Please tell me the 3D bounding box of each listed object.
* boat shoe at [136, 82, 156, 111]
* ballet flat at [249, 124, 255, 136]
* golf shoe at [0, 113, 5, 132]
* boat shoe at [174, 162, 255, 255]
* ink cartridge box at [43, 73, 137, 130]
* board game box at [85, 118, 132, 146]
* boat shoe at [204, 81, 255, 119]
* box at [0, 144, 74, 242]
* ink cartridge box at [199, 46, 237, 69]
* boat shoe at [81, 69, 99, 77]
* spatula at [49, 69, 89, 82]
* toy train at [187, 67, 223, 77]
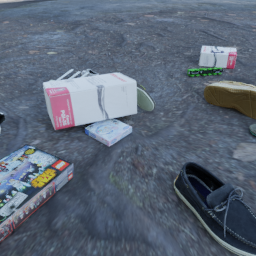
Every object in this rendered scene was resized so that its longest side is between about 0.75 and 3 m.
[{"bbox_3d":[0.446,-1.251,10.241,0.529,0.627,1.758,-18,49,-40],"label":"boat shoe"},{"bbox_3d":[4.630,0.197,7.925,0.798,0.754,2.367,-22,38,-31],"label":"ballet flat"},{"bbox_3d":[-4.308,0.090,7.947,1.140,0.938,2.413,-2,33,-2],"label":"golf shoe"},{"bbox_3d":[1.900,1.585,5.675,0.958,0.800,2.569,-16,37,-27],"label":"boat shoe"},{"bbox_3d":[-1.261,-0.984,9.198,2.698,1.117,1.976,-12,23,-18],"label":"ink cartridge box"},{"bbox_3d":[-0.592,0.071,8.622,1.032,0.225,1.037,25,40,34],"label":"board game box"},{"bbox_3d":[4.119,-1.103,9.722,2.864,1.056,0.991,26,46,36],"label":"boat shoe"},{"bbox_3d":[-2.577,1.310,6.313,1.604,0.467,2.343,18,35,23],"label":"box"},{"bbox_3d":[4.449,-3.539,13.943,1.695,0.715,1.227,8,33,13],"label":"ink cartridge box"},{"bbox_3d":[-1.678,-2.402,12.408,0.433,0.412,1.203,-21,38,-30],"label":"boat shoe"},{"bbox_3d":[-2.575,-2.035,11.852,1.253,0.145,1.801,16,46,28],"label":"spatula"},{"bbox_3d":[3.517,-2.589,12.812,1.675,0.350,0.472,-6,22,-10],"label":"toy train"}]
